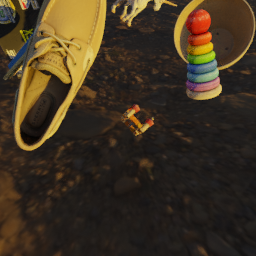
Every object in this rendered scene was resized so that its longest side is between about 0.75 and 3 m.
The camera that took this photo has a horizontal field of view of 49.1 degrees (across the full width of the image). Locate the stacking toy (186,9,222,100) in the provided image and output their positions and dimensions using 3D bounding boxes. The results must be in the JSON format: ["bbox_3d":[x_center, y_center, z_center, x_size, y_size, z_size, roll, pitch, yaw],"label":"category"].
[{"bbox_3d":[1.148,-1.156,4.432,0.574,1.344,0.574,-11,27,6],"label":"stacking toy"}]

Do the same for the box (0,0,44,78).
[{"bbox_3d":[-2.460,-2.635,7.469,2.055,2.565,0.568,-6,45,7],"label":"box"}]

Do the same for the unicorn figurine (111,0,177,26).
[{"bbox_3d":[0.301,-4.319,9.681,2.212,1.519,0.817,48,18,23],"label":"unicorn figurine"}]

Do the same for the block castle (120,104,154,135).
[{"bbox_3d":[0.174,-0.165,5.330,0.359,0.765,0.511,-45,91,-12],"label":"block castle"}]

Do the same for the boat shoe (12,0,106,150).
[{"bbox_3d":[-1.041,-1.033,4.337,1.042,2.925,0.944,17,13,-15],"label":"boat shoe"}]

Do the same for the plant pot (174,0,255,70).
[{"bbox_3d":[2.155,-2.214,6.929,1.787,1.787,1.200,17,5,23],"label":"plant pot"}]

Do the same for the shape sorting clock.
[{"bbox_3d":[-1.965,-1.617,5.774,0.329,1.675,1.675,37,27,-22],"label":"shape sorting clock"}]
